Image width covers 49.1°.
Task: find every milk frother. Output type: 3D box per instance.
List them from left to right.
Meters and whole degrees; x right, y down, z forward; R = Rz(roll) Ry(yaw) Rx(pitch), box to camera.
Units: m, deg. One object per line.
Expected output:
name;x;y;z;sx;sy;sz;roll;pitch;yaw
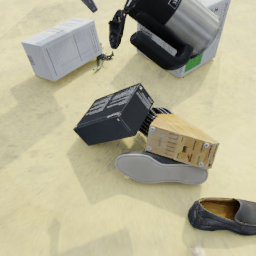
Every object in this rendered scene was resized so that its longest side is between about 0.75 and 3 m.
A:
milk frother;0.548;-1.890;5.296;1.520;1.459;1.616;29;3;-23

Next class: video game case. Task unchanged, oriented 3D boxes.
video game case;-1.822;-4.536;7.564;0.245;2.578;1.842;-36;54;1

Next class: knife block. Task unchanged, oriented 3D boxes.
knife block;1.268;0.072;7.371;2.206;0.706;1.936;17;25;16

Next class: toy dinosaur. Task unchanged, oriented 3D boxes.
toy dinosaur;-0.904;-2.666;10.516;0.707;0.381;1.604;-7;48;8

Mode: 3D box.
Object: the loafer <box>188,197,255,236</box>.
loafer;2.368;1.873;6.107;2.016;0.729;0.734;-1;47;-2

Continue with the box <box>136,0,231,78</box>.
box;1.823;-3.619;9.975;2.083;2.420;2.432;-33;56;-27

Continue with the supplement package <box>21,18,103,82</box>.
supplement package;-2.238;-2.814;9.853;1.265;1.313;2.309;22;49;38

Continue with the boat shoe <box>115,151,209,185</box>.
boat shoe;0.842;0.957;7.038;2.287;0.765;0.652;7;19;3

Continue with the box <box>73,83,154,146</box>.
box;-0.403;-0.318;7.454;1.858;0.733;1.311;-13;33;44
